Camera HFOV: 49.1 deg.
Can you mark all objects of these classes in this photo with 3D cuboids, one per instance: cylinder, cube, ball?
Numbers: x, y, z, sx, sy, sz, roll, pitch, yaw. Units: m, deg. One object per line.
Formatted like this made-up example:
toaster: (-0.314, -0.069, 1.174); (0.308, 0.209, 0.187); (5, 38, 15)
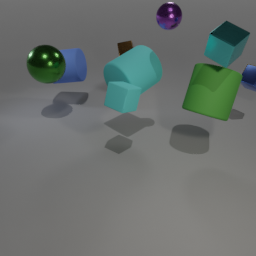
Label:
cylinder: (-2.667, -2.674, 12.133); (1.400, 1.400, 1.400); (-3, 28, 12)
cube: (4.721, -1.839, 10.479); (0.700, 0.700, 0.700); (25, 7, -43)
ball: (-2.990, -2.333, 10.287); (1.400, 1.400, 1.400); (0, 29, 0)
cube: (-0.148, -0.887, 7.950); (0.700, 0.700, 0.700); (25, 22, 30)
ball: (1.105, -3.001, 7.531); (0.700, 0.700, 0.700); (0, 29, 0)
cube: (-0.076, -3.747, 13.564); (0.700, 0.700, 0.700); (-9, 1, 8)
cylinder: (2.483, -1.063, 8.354); (1.400, 1.400, 1.400); (16, 8, -2)
cylinder: (0.159, -1.770, 9.143); (1.400, 1.400, 1.400); (-37, 44, -27)
cube: (2.431, -2.071, 6.935); (0.700, 0.700, 0.700); (-40, 64, -23)
